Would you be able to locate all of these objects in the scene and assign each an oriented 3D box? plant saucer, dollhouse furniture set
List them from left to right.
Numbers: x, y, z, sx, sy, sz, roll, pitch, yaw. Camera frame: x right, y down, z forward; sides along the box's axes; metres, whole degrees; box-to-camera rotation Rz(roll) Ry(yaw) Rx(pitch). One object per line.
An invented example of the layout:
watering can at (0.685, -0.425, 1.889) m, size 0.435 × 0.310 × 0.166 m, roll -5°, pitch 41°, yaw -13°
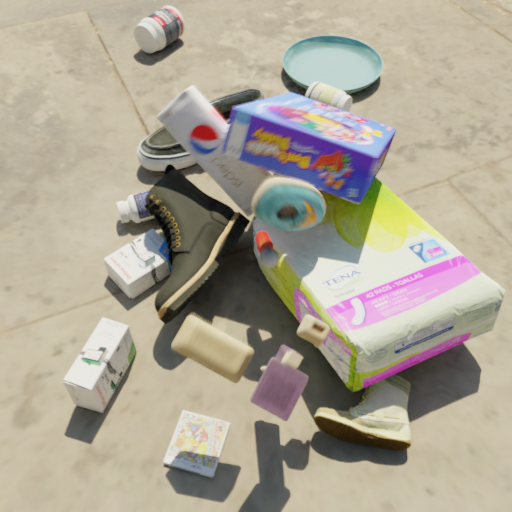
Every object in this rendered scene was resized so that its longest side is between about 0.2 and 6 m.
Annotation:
dollhouse furniture set at (-0.148, 1.302, 8.356) m, size 1.904 × 1.351 × 1.509 m, roll 29°, pitch 74°, yaw -1°
plant saucer at (2.095, -5.234, 15.498) m, size 2.760 × 0.378 × 2.760 m, roll 0°, pitch 50°, yaw 0°

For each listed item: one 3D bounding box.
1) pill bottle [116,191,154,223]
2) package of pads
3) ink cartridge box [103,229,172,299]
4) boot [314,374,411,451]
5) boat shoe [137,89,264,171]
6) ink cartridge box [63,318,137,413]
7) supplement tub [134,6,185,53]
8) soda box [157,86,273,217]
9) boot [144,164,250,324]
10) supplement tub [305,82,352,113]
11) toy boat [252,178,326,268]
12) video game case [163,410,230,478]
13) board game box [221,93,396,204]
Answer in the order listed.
pill bottle at (-2.368, -1.049, 11.883) m, size 1.092 × 0.606 × 0.606 m, roll -16°, pitch 52°, yaw -13°
package of pads at (1.891, 0.312, 10.069) m, size 2.952 × 1.303 × 3.821 m, roll -19°, pitch 43°, yaw -16°
ink cartridge box at (-2.223, 0.146, 10.959) m, size 1.187 × 0.510 × 0.869 m, roll -35°, pitch 60°, yaw -27°
boot at (1.742, 2.383, 9.055) m, size 1.550 × 0.559 × 1.199 m, roll 14°, pitch 52°, yaw 0°
boat shoe at (-1.287, -3.118, 13.136) m, size 3.383 × 1.200 × 1.220 m, roll -29°, pitch 59°, yaw -22°
ink cartridge box at (-2.562, 1.825, 9.304) m, size 0.532 × 0.921 × 1.261 m, roll 15°, pitch 53°, yaw 12°
supplement tub at (-2.793, -6.542, 16.206) m, size 0.932 × 0.932 × 1.328 m, roll 27°, pitch 55°, yaw 21°
soda box at (-0.695, -2.019, 10.811) m, size 0.818 × 2.569 × 0.875 m, roll -40°, pitch 15°, yaw 14°
boot at (-1.602, -0.300, 10.493) m, size 2.020 × 1.131 × 2.920 m, roll 38°, pitch 43°, yaw -5°
supplement tub at (1.815, -3.880, 14.131) m, size 1.035 × 0.751 × 0.751 m, roll 28°, pitch 56°, yaw 21°
toy boat at (0.444, -0.520, 9.092) m, size 1.287 × 1.531 × 0.712 m, roll 11°, pitch 41°, yaw -27°
video game case at (-0.933, 2.969, 8.886) m, size 0.816 × 0.103 × 0.897 m, roll 12°, pitch 51°, yaw 10°
board game box at (1.213, -2.232, 10.742) m, size 2.503 × 0.834 × 3.723 m, roll 22°, pitch 25°, yaw 11°
